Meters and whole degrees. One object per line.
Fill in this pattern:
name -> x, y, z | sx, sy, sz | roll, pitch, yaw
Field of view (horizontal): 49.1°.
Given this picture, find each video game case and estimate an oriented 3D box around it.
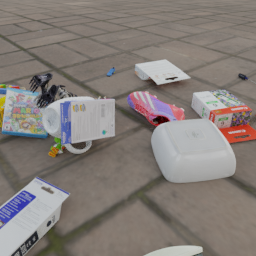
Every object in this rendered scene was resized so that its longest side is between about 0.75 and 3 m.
video game case -> -3.856, -0.600, 10.649 | 1.552, 0.193, 2.169 | 7, 49, -24

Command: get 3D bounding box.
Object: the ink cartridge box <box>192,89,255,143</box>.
ink cartridge box -> 3.896, -0.571, 11.146 | 1.594, 0.737, 2.926 | -8, 33, -12

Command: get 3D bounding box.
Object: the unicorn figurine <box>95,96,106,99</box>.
unicorn figurine -> -1.067, -1.198, 12.572 | 0.856, 0.316, 0.588 | -15, 44, 3

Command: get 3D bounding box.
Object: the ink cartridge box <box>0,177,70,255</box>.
ink cartridge box -> -2.726, 2.382, 6.890 | 1.323, 0.522, 2.661 | 19, 39, 26

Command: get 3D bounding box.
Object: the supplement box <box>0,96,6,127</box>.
supplement box -> -4.627, -0.787, 11.357 | 0.890, 0.884, 1.625 | 20, 38, 27

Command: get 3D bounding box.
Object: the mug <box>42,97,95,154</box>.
mug -> -1.886, -0.087, 9.633 | 1.474, 1.996, 1.750 | -24, -8, 35

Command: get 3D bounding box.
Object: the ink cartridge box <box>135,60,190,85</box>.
ink cartridge box -> 1.781, -2.802, 14.826 | 2.008, 0.621, 2.476 | -14, 42, -21

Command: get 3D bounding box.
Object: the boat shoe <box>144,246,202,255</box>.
boat shoe -> 0.507, 3.114, 5.774 | 2.565, 0.934, 0.792 | -9, 77, -25

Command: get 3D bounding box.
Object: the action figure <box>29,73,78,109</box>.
action figure -> -2.739, -0.947, 10.753 | 1.520, 2.978, 1.770 | -38, 73, 0

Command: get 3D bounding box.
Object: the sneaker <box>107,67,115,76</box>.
sneaker -> -0.948, -3.114, 15.434 | 0.267, 0.318, 0.810 | 15, 37, 18

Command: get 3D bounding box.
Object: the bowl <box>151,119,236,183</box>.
bowl -> 2.126, 0.534, 9.211 | 2.463, 0.921, 2.467 | -5, 37, -9

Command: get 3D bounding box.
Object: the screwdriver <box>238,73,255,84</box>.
screwdriver -> 6.348, -2.500, 14.537 | 0.243, 0.233, 1.672 | -39, 38, -2

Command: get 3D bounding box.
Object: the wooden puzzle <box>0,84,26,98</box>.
wooden puzzle -> -5.916, -1.754, 13.089 | 1.579, 0.395, 1.705 | 7, 25, 10

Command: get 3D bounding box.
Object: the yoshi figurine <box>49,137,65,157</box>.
yoshi figurine -> -2.463, 0.569, 9.692 | 0.500, 0.498, 0.890 | 1, 29, 14

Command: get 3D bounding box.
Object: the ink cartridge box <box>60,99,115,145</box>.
ink cartridge box -> -1.316, -0.251, 8.973 | 0.457, 1.299, 2.177 | 9, 13, 41

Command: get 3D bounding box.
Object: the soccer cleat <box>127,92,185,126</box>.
soccer cleat -> 0.928, -0.702, 11.280 | 2.845, 0.949, 1.088 | 26, 51, 33
